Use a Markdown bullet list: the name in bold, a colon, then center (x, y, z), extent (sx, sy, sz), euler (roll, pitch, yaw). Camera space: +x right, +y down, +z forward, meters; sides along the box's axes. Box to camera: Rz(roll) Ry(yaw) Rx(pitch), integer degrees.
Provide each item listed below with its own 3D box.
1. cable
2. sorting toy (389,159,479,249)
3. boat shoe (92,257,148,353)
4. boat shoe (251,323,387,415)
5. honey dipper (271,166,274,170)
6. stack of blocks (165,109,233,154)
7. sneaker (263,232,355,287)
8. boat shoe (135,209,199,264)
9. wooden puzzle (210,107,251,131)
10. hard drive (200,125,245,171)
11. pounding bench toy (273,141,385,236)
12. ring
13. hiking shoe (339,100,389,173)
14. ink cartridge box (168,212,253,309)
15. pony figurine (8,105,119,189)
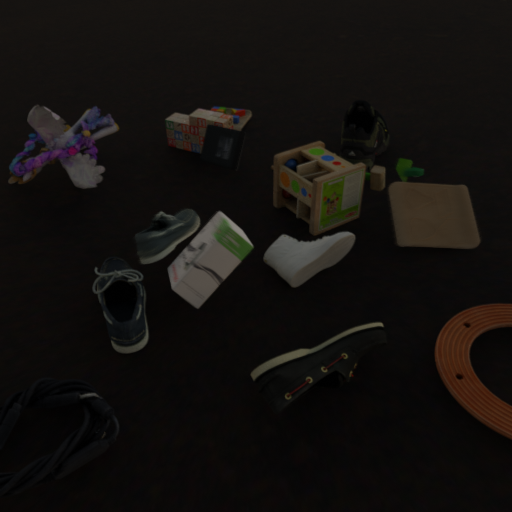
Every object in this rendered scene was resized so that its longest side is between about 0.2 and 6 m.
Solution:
- **cable**: center (-2.890, 2.292, 7.290), extent (1.953, 0.496, 1.593), euler (-26, 44, -30)
- **sorting toy**: center (3.485, -1.083, 11.293), extent (1.585, 0.316, 2.145), euler (0, 62, -4)
- **boat shoe**: center (-2.272, 0.633, 9.318), extent (0.833, 0.688, 2.224), euler (-8, 38, -10)
- **boat shoe**: center (1.037, 1.583, 8.063), extent (2.279, 0.834, 0.714), euler (-17, 64, -30)
- **honey dipper**: center (0.784, -2.216, 13.552), extent (0.902, 0.171, 0.171), euler (-12, 39, -11)
- **stack of blocks**: center (-1.426, -3.133, 14.068), extent (1.704, 0.981, 0.499), euler (17, 40, 22)
- **sneaker**: center (0.957, -0.176, 10.433), extent (1.734, 0.639, 1.002), euler (-28, 49, -30)
- **boat shoe**: center (-1.631, -0.527, 10.387), extent (0.682, 0.579, 1.873), euler (-9, 25, 28)
- **wooden puzzle**: center (-0.861, -3.868, 15.604), extent (1.228, 0.307, 1.326), euler (9, 38, 11)
- **hard drive**: center (-0.805, -2.534, 13.023), extent (0.208, 0.885, 1.268), euler (4, 14, -43)
- **pounding bench toy**: center (1.526, -1.601, 11.822), extent (2.005, 1.246, 1.564), euler (-22, 42, -26)
- **ring**: center (4.061, 1.721, 8.253), extent (2.794, 0.268, 2.794), euler (1, 37, -1)
- **hiking shoe**: center (2.730, -3.174, 13.725), extent (1.092, 1.452, 2.884), euler (11, 38, 14)
- **ink cartridge box**: center (-0.798, 0.050, 9.374), extent (1.399, 0.588, 1.018), euler (-48, 22, 5)
- **pony figurine**: center (-4.339, -2.520, 12.853), extent (2.368, 2.043, 2.453), euler (-13, 27, 41)
